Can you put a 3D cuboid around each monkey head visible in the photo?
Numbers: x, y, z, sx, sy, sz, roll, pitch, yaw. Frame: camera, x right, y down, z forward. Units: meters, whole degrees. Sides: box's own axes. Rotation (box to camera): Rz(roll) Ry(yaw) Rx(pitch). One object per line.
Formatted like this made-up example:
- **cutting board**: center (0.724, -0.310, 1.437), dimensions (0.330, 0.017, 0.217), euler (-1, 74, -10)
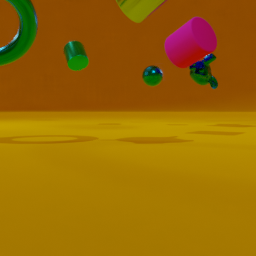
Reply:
- **monkey head**: center (2.815, -2.161, 10.331), dimensions (0.924, 1.103, 1.533), euler (32, 18, -54)

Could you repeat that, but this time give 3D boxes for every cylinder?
- **cylinder**: center (0.358, -3.211, 6.624), dimensions (1.006, 1.006, 1.006), euler (-29, -15, 36)
- **cylinder**: center (2.120, -2.864, 9.519), dimensions (1.265, 1.265, 1.265), euler (-3, -14, -36)
- **cylinder**: center (-1.987, -2.755, 10.715), dimensions (0.814, 0.814, 0.814), euler (-16, -29, -9)

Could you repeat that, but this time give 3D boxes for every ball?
- **ball**: center (0.886, -1.879, 10.120), dimensions (0.751, 0.751, 0.751), euler (0, 4, 0)

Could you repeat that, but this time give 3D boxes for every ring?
- **ring**: center (-2.565, -1.934, 5.213), dimensions (1.756, 1.756, 0.351), euler (-3, 42, -39)
